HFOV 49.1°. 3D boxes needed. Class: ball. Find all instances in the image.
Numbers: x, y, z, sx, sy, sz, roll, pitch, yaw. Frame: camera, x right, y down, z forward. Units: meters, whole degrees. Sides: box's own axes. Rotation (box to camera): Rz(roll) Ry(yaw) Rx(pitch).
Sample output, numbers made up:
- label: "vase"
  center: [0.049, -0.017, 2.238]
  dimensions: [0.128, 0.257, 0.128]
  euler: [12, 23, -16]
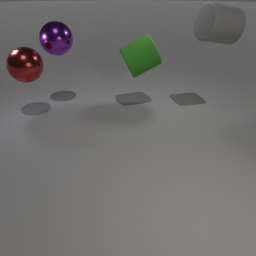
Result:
- label: "ball"
  center: [-3.039, -3.786, 11.871]
  dimensions: [1.400, 1.400, 1.400]
  euler: [0, 28, 0]
- label: "ball"
  center: [-4.085, -2.504, 11.134]
  dimensions: [1.400, 1.400, 1.400]
  euler: [0, 28, 0]

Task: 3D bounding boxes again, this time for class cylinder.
- label: "cylinder"
  center: [0.550, -3.122, 12.216]
  dimensions: [1.400, 1.400, 1.400]
  euler: [-27, 29, 6]
- label: "cylinder"
  center: [3.522, -4.026, 10.857]
  dimensions: [1.400, 1.400, 1.400]
  euler: [0, 26, -21]
